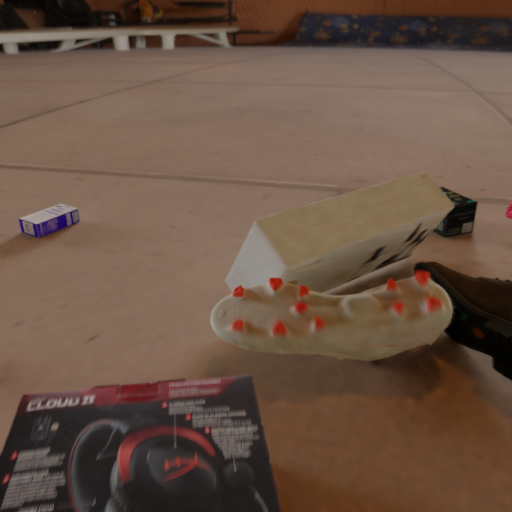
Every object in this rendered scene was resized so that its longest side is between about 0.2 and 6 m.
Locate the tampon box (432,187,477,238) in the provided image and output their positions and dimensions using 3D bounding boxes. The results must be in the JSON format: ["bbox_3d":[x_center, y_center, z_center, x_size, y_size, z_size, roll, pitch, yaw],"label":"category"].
[{"bbox_3d":[3.458,-0.822,10.380,0.714,0.601,0.953,-11,27,-22],"label":"tampon box"}]

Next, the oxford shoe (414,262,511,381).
[{"bbox_3d":[2.817,0.635,6.750,0.986,0.849,2.335,-28,34,-11],"label":"oxford shoe"}]

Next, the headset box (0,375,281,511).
[{"bbox_3d":[-0.843,1.940,4.038,1.981,1.000,2.666,-4,25,-8],"label":"headset box"}]

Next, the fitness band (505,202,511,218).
[{"bbox_3d":[4.910,-0.931,10.263,0.720,0.135,0.517,-33,17,-3],"label":"fitness band"}]

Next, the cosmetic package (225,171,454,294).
[{"bbox_3d":[1.257,-0.192,7.970,3.277,1.353,0.830,-19,61,-33],"label":"cosmetic package"}]

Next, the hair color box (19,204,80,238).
[{"bbox_3d":[-3.827,-0.660,10.399,0.517,0.306,0.945,15,31,31],"label":"hair color box"}]

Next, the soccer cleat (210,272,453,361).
[{"bbox_3d":[0.860,0.827,6.479,2.739,1.062,0.949,-4,47,4],"label":"soccer cleat"}]
